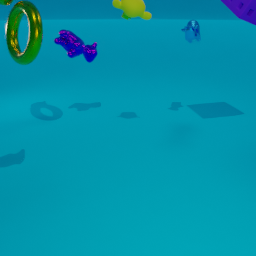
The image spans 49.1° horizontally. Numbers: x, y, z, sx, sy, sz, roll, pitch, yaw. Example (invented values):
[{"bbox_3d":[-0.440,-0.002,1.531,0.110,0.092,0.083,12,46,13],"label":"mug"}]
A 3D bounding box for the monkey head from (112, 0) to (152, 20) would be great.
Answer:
[{"bbox_3d":[0.067,-2.895,6.872,1.001,0.720,0.603,16,47,-16],"label":"monkey head"}]

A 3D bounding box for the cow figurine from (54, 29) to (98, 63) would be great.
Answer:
[{"bbox_3d":[-1.562,-2.580,8.778,1.247,0.685,1.227,42,27,-2],"label":"cow figurine"}]

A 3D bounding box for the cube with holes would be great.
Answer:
[{"bbox_3d":[3.327,-3.456,7.017,1.292,1.292,1.292,8,44,-27],"label":"cube with holes"}]

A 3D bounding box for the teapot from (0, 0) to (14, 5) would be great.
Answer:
[{"bbox_3d":[-3.397,-3.589,7.578,0.656,0.517,1.055,27,54,-2],"label":"teapot"}]

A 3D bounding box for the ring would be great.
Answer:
[{"bbox_3d":[-2.876,-2.600,7.701,1.710,1.710,0.342,21,19,40],"label":"ring"}]

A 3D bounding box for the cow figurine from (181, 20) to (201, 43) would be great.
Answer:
[{"bbox_3d":[1.881,-2.898,8.251,0.489,0.891,0.876,-5,-25,24],"label":"cow figurine"}]
